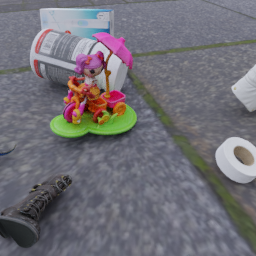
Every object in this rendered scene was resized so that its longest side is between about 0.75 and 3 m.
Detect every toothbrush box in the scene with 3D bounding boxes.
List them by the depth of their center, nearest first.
[{"bbox_3d":[-1.799,-3.410,10.304,2.478,1.814,1.057,5,25,5],"label":"toothbrush box"}]

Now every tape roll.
[{"bbox_3d":[2.321,0.655,5.822,0.945,0.330,0.945,11,49,-13],"label":"tape roll"}]

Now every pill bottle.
[{"bbox_3d":[-1.437,-1.967,8.564,2.658,1.540,1.540,18,39,8],"label":"pill bottle"}]

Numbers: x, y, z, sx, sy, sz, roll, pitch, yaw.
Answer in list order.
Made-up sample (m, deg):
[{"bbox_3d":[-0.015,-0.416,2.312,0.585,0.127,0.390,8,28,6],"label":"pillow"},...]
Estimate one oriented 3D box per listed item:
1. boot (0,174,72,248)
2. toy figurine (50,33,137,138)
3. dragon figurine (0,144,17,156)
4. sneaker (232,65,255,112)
[{"bbox_3d":[-1.485,1.226,4.720,1.607,0.556,1.399,-11,22,47],"label":"boot"},{"bbox_3d":[-0.746,-1.109,6.592,2.338,2.152,1.755,-20,42,-35],"label":"toy figurine"},{"bbox_3d":[-3.117,0.487,5.892,1.428,0.710,0.420,-5,63,-20],"label":"dragon figurine"},{"bbox_3d":[3.888,-0.986,7.645,2.392,1.382,0.881,17,47,-28],"label":"sneaker"}]
